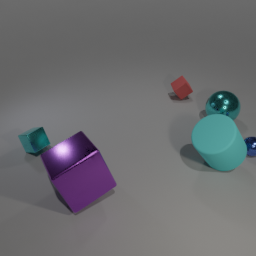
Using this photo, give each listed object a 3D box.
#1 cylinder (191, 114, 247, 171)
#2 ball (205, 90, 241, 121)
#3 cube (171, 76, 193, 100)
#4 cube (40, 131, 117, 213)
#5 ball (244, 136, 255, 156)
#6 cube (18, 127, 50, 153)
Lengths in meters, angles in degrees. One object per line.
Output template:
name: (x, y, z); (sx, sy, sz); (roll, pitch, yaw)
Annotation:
cylinder: (2.938, 0.485, 9.009); (1.400, 1.400, 1.400); (-19, 51, 26)
ball: (3.937, -0.858, 11.652); (1.400, 1.400, 1.400); (0, 32, 0)
cube: (2.595, -1.953, 13.532); (0.700, 0.700, 0.700); (-35, 37, 20)
cube: (-1.405, 1.197, 7.918); (1.400, 1.400, 1.400); (-32, 33, -14)
ball: (4.397, 0.647, 9.903); (0.700, 0.700, 0.700); (0, 32, 0)
cube: (-3.364, 0.423, 10.056); (0.700, 0.700, 0.700); (-3, 24, 44)
